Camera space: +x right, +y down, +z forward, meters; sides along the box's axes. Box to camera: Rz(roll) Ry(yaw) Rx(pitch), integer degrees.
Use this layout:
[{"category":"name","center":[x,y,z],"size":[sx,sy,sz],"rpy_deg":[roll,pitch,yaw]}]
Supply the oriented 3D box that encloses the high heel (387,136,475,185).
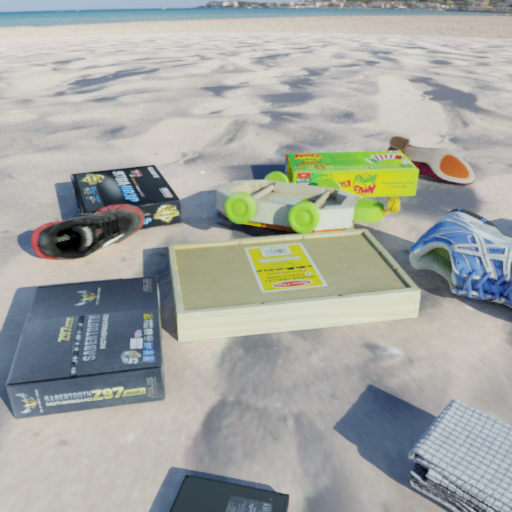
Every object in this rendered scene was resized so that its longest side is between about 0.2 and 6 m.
[{"category":"high heel","center":[4.523,-2.349,14.577],"size":[2.381,1.145,0.803],"rpy_deg":[34,84,20]}]

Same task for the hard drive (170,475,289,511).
[{"category":"hard drive","center":[-0.290,2.570,5.457],"size":[1.113,0.183,0.777],"rpy_deg":[6,28,12]}]

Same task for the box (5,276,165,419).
[{"category":"box","center":[-2.238,1.137,7.752],"size":[1.847,0.597,2.342],"rpy_deg":[-6,28,-8]}]

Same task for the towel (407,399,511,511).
[{"category":"towel","center":[2.336,2.220,5.766],"size":[1.308,0.560,1.083],"rpy_deg":[22,36,33]}]

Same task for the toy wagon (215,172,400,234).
[{"category":"toy wagon","center":[1.052,-1.037,11.428],"size":[3.623,0.717,2.811],"rpy_deg":[10,20,15]}]

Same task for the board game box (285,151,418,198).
[{"category":"board game box","center":[2.255,-1.997,13.669],"size":[2.943,0.701,1.495],"rpy_deg":[-2,28,-4]}]

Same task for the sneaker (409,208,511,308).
[{"category":"sneaker","center":[3.851,0.364,8.894],"size":[1.260,1.239,3.272],"rpy_deg":[-29,33,-17]}]

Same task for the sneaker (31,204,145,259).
[{"category":"sneaker","center":[-3.006,-0.431,10.411],"size":[2.154,0.761,1.052],"rpy_deg":[-19,15,-28]}]

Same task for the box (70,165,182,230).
[{"category":"box","center":[-2.939,-1.282,12.406],"size":[2.031,0.588,2.555],"rpy_deg":[-10,29,-18]}]

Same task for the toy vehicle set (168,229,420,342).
[{"category":"toy vehicle set","center":[0.473,0.374,9.326],"size":[3.742,0.496,2.325],"rpy_deg":[-5,28,-9]}]
